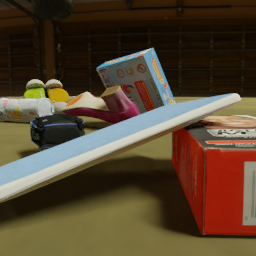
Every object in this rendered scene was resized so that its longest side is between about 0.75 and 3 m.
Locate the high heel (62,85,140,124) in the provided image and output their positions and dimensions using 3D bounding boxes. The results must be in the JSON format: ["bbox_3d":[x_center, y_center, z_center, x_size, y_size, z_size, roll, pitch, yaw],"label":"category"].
[{"bbox_3d":[-0.906,-0.458,8.967,2.951,1.415,0.994,-11,34,40],"label":"high heel"}]

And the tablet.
[{"bbox_3d":[-0.230,0.140,3.482,2.797,0.191,1.820,-21,7,-21],"label":"tablet"}]

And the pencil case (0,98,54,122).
[{"bbox_3d":[-3.719,-0.661,10.077,2.082,0.866,0.945,2,26,19],"label":"pencil case"}]

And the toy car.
[{"bbox_3d":[-3.726,-1.194,12.655,1.937,1.695,1.452,-5,-25,-29],"label":"toy car"}]

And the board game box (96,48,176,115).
[{"bbox_3d":[0.267,-1.299,9.092,2.060,2.103,0.588,-3,32,43],"label":"board game box"}]

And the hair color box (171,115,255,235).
[{"bbox_3d":[1.237,0.320,3.310,1.256,0.758,2.474,-1,7,3],"label":"hair color box"}]

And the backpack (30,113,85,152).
[{"bbox_3d":[-1.290,0.119,4.980,0.869,0.698,0.950,-7,15,-31],"label":"backpack"}]
